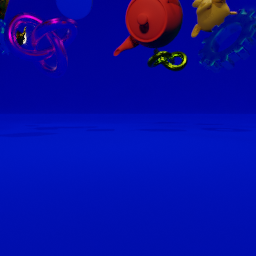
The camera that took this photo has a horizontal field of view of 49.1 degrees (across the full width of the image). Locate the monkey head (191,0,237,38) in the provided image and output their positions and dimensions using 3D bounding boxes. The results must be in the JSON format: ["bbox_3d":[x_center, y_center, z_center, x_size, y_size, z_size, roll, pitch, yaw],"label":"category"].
[{"bbox_3d":[2.731,-3.816,9.412,1.772,1.068,1.275,-30,36,-5],"label":"monkey head"}]

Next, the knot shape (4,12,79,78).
[{"bbox_3d":[-2.279,-2.215,7.764,1.936,1.812,0.895,-8,42,-9],"label":"knot shape"}]

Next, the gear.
[{"bbox_3d":[2.391,-2.054,6.627,0.290,1.566,1.566,32,-13,-27],"label":"gear"}]

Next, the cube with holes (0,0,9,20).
[{"bbox_3d":[-2.530,-2.401,4.627,0.794,0.794,0.794,24,9,21],"label":"cube with holes"}]

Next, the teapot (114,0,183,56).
[{"bbox_3d":[0.456,-2.346,6.157,2.079,1.293,1.018,-41,-2,34],"label":"teapot"}]

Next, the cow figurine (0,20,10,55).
[{"bbox_3d":[-3.795,-2.727,8.576,0.994,0.979,0.546,10,50,47],"label":"cow figurine"}]

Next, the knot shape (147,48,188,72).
[{"bbox_3d":[1.548,-2.877,11.722,1.671,0.772,1.564,2,20,-11],"label":"knot shape"}]

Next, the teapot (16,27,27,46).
[{"bbox_3d":[-4.298,-3.529,10.834,1.062,0.520,0.660,-27,-17,12],"label":"teapot"}]

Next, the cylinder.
[{"bbox_3d":[-1.132,-2.802,5.966,0.749,0.749,0.749,0,38,-7],"label":"cylinder"}]
